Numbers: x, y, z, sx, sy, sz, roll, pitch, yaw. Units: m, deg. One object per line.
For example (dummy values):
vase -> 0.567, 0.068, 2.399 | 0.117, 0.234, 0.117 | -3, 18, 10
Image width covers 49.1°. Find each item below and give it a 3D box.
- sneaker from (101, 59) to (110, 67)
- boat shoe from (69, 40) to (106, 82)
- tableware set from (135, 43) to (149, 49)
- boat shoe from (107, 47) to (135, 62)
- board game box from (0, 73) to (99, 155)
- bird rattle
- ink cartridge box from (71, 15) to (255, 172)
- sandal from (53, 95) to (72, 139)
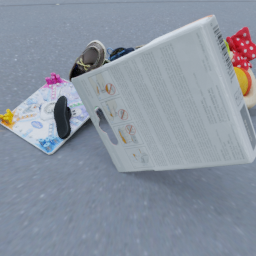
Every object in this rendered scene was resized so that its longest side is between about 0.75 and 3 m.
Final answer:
sneaker -> -0.668, -1.524, 8.480 | 1.087, 1.252, 2.826 | -19, 33, -31
boat shoe -> -1.185, -1.773, 7.865 | 0.640, 1.782, 0.530 | 46, 56, -9
tableware set -> 1.304, -2.351, 9.424 | 1.498, 0.341, 2.224 | -9, -12, 24
boat shoe -> -0.114, -2.247, 9.284 | 1.122, 0.915, 2.666 | -12, 16, -21
board game box -> -2.058, -0.541, 7.555 | 2.190, 0.283, 2.190 | 25, 59, 31
bird rattle -> 2.774, -1.519, 7.834 | 2.840, 1.600, 2.316 | -9, 75, -43
ink cartridge box -> 0.563, -0.332, 5.170 | 2.906, 2.357, 0.728 | -10, 23, 42
sandal -> -1.620, -0.252, 7.083 | 0.475, 0.303, 1.265 | -27, 57, 24
